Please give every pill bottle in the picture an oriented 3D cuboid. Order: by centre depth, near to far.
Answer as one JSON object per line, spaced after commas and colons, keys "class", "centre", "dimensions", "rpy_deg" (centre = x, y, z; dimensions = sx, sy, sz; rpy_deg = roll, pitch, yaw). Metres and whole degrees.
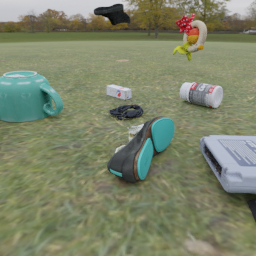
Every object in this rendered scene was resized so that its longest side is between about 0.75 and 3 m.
{"class": "pill bottle", "centre": [3.145, -1.470, 12.136], "dimensions": [1.648, 0.938, 0.938], "rpy_deg": [18, 28, 39]}

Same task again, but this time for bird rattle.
{"class": "bird rattle", "centre": [1.842, -2.596, 7.928], "dimensions": [0.750, 1.331, 1.085], "rpy_deg": [13, 2, -30]}

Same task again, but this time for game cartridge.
{"class": "game cartridge", "centre": [2.908, 0.775, 6.650], "dimensions": [1.872, 0.584, 2.811], "rpy_deg": [5, 15, 2]}

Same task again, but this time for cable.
{"class": "cable", "centre": [-0.054, -0.631, 10.927], "dimensions": [1.110, 0.346, 1.360], "rpy_deg": [14, 27, 43]}

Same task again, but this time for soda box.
{"class": "soda box", "centre": [-0.441, -1.727, 13.426], "dimensions": [0.430, 0.460, 1.352], "rpy_deg": [-20, 29, -40]}

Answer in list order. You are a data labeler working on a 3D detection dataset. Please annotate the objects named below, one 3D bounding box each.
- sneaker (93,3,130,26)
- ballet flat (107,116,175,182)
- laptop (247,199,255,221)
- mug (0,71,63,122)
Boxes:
{"class": "sneaker", "centre": [-0.555, -3.986, 10.030], "dimensions": [1.413, 0.737, 0.424], "rpy_deg": [-24, 49, -24]}
{"class": "ballet flat", "centre": [0.356, 0.385, 7.416], "dimensions": [1.025, 1.019, 2.997], "rpy_deg": [0, 19, 26]}
{"class": "laptop", "centre": [2.867, 1.674, 5.367], "dimensions": [0.823, 0.477, 0.771], "rpy_deg": [-25, 16, 16]}
{"class": "mug", "centre": [-3.839, -1.326, 10.852], "dimensions": [2.567, 1.587, 2.110], "rpy_deg": [-4, 22, -11]}
